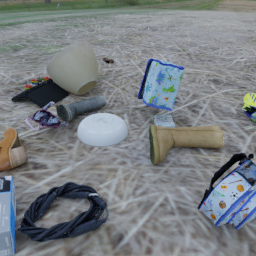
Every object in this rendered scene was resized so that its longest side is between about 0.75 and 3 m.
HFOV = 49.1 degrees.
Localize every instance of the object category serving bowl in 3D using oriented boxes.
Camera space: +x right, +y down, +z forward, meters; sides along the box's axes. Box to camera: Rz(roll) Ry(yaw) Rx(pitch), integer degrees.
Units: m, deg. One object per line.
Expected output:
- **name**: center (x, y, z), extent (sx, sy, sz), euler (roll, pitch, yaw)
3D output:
- **serving bowl**: center (-1.035, -0.080, 11.386), extent (2.075, 0.683, 2.075), euler (0, 30, 0)

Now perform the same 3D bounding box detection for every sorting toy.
- **sorting toy**: center (-4.965, -2.744, 16.334), extent (1.097, 0.385, 2.275), euler (9, 31, 15)

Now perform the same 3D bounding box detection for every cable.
- **cable**: center (-1.790, 2.179, 7.531), extent (2.322, 0.590, 1.894), euler (-15, 33, -23)

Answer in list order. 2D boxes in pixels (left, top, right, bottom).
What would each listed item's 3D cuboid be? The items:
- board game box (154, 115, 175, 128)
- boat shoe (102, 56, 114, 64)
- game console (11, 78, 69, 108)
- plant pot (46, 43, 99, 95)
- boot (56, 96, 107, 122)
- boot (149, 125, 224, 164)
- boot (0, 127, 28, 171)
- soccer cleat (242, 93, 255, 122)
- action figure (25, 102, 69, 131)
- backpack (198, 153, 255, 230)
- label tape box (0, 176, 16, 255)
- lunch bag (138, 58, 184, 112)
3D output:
- **board game box**: center (1.541, -0.196, 11.946), extent (0.749, 0.326, 1.015), euler (0, 31, -1)
- **boat shoe**: center (-0.831, -2.818, 11.833), extent (0.276, 0.275, 0.765), euler (-10, -9, 26)
- **game console**: center (-4.544, -1.629, 14.571), extent (1.879, 1.243, 2.136), euler (-18, 17, 34)
- **plant pot**: center (-2.600, -2.854, 14.746), extent (2.730, 2.730, 1.833), euler (-27, 80, -38)
- **boot**: center (-1.985, -0.915, 12.673), extent (2.195, 0.797, 1.996), euler (-8, 19, -25)
- **boot**: center (2.156, 0.493, 10.197), extent (2.701, 0.893, 2.365), euler (2, 30, 2)
- **boot**: center (-4.615, 0.754, 9.814), extent (1.664, 0.793, 2.151), euler (-17, 34, -26)
- **soccer cleat**: center (5.694, -1.030, 12.907), extent (0.989, 0.764, 2.363), euler (7, 31, -2)
- **action figure**: center (-3.293, -0.270, 11.548), extent (1.334, 1.200, 1.791), euler (-37, 10, -11)
- **backpack**: center (2.733, 1.812, 7.271), extent (1.706, 1.791, 1.380), euler (-20, 49, -26)
- **label tape box**: center (-4.290, 2.297, 6.804), extent (2.861, 0.946, 2.050), euler (-4, 30, -19)
- **lunch bag**: center (1.288, -1.900, 11.796), extent (1.399, 1.867, 2.195), euler (14, 15, -9)
